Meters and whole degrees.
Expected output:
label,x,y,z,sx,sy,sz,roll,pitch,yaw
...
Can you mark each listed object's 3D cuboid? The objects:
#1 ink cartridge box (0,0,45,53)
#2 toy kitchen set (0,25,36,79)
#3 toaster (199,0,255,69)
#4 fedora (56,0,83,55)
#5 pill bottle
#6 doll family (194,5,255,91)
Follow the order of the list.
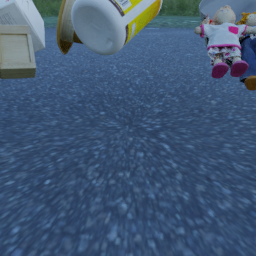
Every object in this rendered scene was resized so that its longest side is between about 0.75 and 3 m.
label,x,y,z,sx,sy,sz,roll,pitch,yaw
ink cartridge box,-2.788,-2.187,6.032,1.615,1.168,1.189,-20,52,5
toy kitchen set,-2.881,-1.433,5.109,2.024,1.651,1.826,-7,-12,-23
toaster,3.115,-2.766,7.957,2.189,1.299,1.979,51,7,23
fedora,-1.092,-3.158,7.748,1.053,2.582,2.582,20,27,-3
pill bottle,-0.074,-2.470,5.644,1.168,1.168,2.137,16,50,29
doll family,2.807,-1.617,5.365,2.926,1.319,1.816,-1,61,17
